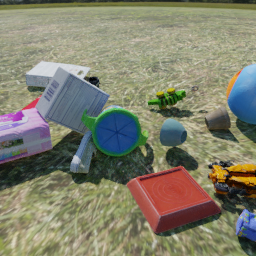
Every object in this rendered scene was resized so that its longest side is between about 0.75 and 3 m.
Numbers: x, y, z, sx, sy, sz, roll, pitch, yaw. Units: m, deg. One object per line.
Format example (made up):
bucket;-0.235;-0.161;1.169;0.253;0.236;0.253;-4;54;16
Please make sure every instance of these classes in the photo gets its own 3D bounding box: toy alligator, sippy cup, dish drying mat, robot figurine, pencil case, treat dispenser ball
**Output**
toy alligator;1.987;-1.288;11.834;2.343;0.695;0.636;-17;32;-2
sippy cup;-0.424;-0.060;9.308;1.600;2.037;1.493;-33;20;4
dish drying mat;-3.921;-1.037;12.229;0.764;0.181;1.989;8;30;12
robot figurine;3.053;1.408;7.568;1.814;0.528;1.315;2;30;3
pencil case;3.118;2.273;5.902;1.573;0.614;0.683;16;-11;28
treat dispenser ball;4.928;-1.270;10.600;2.276;2.276;2.276;0;30;0

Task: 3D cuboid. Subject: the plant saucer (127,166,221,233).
plant saucer;1.134;1.683;7.283;1.859;0.341;1.855;-12;31;-18

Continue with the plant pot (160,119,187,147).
plant pot;1.531;0.212;9.016;0.624;0.926;0.926;17;33;37

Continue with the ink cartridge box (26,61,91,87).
ink cartridge box;-3.650;-2.811;15.033;2.877;0.680;2.303;8;29;2

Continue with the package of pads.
package of pads;-4.032;0.329;8.897;2.853;1.080;1.719;-17;34;-28

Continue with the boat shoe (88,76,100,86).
boat shoe;-1.780;-2.451;14.482;0.523;0.436;1.402;1;28;5

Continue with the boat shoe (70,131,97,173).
boat shoe;-1.276;0.772;8.746;0.555;0.644;1.789;17;39;-1

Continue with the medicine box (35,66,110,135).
medicine box;-1.887;-0.898;9.721;1.861;1.695;0.958;27;7;-43

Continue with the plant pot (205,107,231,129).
plant pot;3.286;-0.287;10.384;0.749;0.864;0.864;-17;30;3
